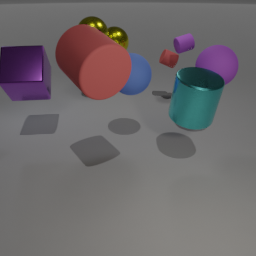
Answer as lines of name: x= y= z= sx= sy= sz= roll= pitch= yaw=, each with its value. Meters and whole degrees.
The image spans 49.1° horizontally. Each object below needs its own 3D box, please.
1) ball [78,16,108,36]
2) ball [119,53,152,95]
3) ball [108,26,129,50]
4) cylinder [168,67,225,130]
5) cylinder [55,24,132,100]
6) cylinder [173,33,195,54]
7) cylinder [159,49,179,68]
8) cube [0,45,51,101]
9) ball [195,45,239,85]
ball: x=-1.564 y=-4.170 z=12.330 sx=1.400 sy=1.400 sz=1.400 roll=0 pitch=28 yaw=0
ball: x=0.097 y=-1.810 z=9.468 sx=1.400 sy=1.400 sz=1.400 roll=0 pitch=28 yaw=0
ball: x=-0.656 y=-4.176 z=13.561 sx=1.400 sy=1.400 sz=1.400 roll=0 pitch=28 yaw=0
cylinder: x=2.015 y=-0.904 z=8.409 sx=1.400 sy=1.400 sz=1.400 roll=4 pitch=37 yaw=-3
cylinder: x=-0.859 y=-1.617 z=6.849 sx=1.400 sy=1.400 sz=1.400 roll=-18 pitch=44 yaw=-30
cylinder: x=2.450 y=-3.695 z=12.264 sx=0.700 sy=0.700 sz=0.700 roll=-20 pitch=31 yaw=-8
cylinder: x=1.953 y=-3.309 z=13.373 sx=0.700 sy=0.700 sz=0.700 roll=20 pitch=24 yaw=-14
cube: x=-3.499 y=-1.863 z=9.708 sx=1.400 sy=1.400 sz=1.400 roll=-3 pitch=72 yaw=-5
ball: x=2.998 y=-2.090 z=9.497 sx=1.400 sy=1.400 sz=1.400 roll=0 pitch=28 yaw=0
